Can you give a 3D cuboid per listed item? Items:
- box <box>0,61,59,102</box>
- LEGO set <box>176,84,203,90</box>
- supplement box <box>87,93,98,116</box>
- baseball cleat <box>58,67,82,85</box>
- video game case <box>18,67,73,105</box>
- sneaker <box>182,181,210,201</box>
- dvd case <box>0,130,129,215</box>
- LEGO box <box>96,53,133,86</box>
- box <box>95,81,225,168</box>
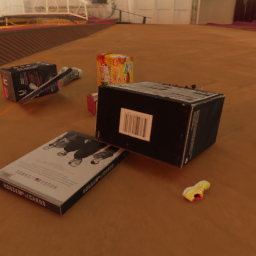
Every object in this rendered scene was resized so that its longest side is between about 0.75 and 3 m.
[{"bbox_3d":[-4.482,-2.181,12.895,1.185,1.366,2.234,21,31,40],"label":"box"},{"bbox_3d":[2.434,-1.619,12.860,1.566,0.683,2.412,-7,13,-19],"label":"LEGO set"},{"bbox_3d":[-0.868,-1.023,11.268,1.344,0.694,0.880,-13,28,-25],"label":"supplement box"},{"bbox_3d":[-3.083,-2.924,15.154,1.210,0.793,2.274,-4,27,-7],"label":"baseball cleat"},{"bbox_3d":[-3.469,-1.752,11.740,2.217,0.210,1.584,-44,21,-29],"label":"video game case"},{"bbox_3d":[1.651,1.498,6.523,0.766,0.299,0.346,-20,40,-25],"label":"sneaker"},{"bbox_3d":[-1.648,0.958,7.501,2.222,0.366,2.956,14,29,26],"label":"dvd case"},{"bbox_3d":[-0.562,-2.169,12.187,1.474,1.979,0.764,18,31,34],"label":"LEGO box"},{"bbox_3d":[0.996,-0.318,8.229,2.790,1.719,2.768,17,20,31],"label":"box"}]
